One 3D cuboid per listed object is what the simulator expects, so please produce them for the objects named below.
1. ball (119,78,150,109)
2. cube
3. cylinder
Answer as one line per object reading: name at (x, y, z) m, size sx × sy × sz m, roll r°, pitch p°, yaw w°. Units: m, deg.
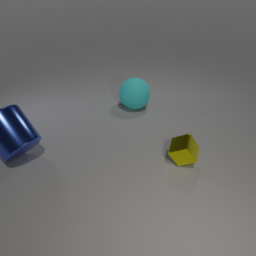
ball at (0.294, -1.544, 12.530) m, size 1.400 × 1.400 × 1.400 m, roll 0°, pitch 31°, yaw 0°
cube at (1.824, 0.714, 9.101) m, size 0.700 × 0.700 × 0.700 m, roll -18°, pitch 34°, yaw 36°
cylinder at (-3.832, 0.179, 9.220) m, size 1.400 × 1.400 × 1.400 m, roll 54°, pitch 46°, yaw 0°
